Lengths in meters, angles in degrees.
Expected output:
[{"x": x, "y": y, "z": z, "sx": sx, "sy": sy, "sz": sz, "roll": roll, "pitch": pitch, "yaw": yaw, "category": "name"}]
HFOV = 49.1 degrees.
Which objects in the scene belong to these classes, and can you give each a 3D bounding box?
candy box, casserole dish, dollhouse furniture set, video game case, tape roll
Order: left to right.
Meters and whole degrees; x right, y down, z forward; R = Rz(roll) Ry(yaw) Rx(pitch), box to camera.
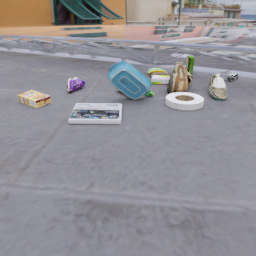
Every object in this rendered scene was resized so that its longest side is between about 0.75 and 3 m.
[{"x": -3.898, "y": -1.213, "z": 11.638, "sx": 1.276, "sy": 0.353, "sz": 0.737, "roll": 19, "pitch": 32, "yaw": 34, "category": "candy box"}, {"x": -1.154, "y": -0.553, "z": 10.410, "sx": 1.833, "sy": 0.214, "sz": 1.666, "roll": 1, "pitch": 25, "yaw": 0, "category": "video game case"}, {"x": 0.062, "y": -1.867, "z": 11.550, "sx": 2.023, "sy": 1.225, "sz": 0.393, "roll": 35, "pitch": 37, "yaw": -28, "category": "casserole dish"}, {"x": 2.389, "y": -3.493, "z": 15.783, "sx": 2.603, "sy": 1.005, "sz": 1.301, "roll": -2, "pitch": 25, "yaw": -5, "category": "dollhouse furniture set"}, {"x": 2.327, "y": -1.116, "z": 11.516, "sx": 1.560, "sy": 0.285, "sz": 1.560, "roll": 1, "pitch": 24, "yaw": 0, "category": "tape roll"}]

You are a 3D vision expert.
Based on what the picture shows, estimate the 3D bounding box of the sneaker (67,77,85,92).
[{"x": -2.441, "y": -2.068, "z": 13.255, "sx": 0.621, "sy": 0.601, "sz": 1.490, "roll": 11, "pitch": 26, "yaw": 9, "category": "sneaker"}]

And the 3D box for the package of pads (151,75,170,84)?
[{"x": 1.694, "y": -2.488, "z": 14.428, "sx": 0.944, "sy": 0.322, "sz": 0.729, "roll": 4, "pitch": 25, "yaw": 9, "category": "package of pads"}]

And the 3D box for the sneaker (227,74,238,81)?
[{"x": 5.509, "y": -2.681, "z": 14.926, "sx": 0.949, "sy": 0.350, "sz": 0.380, "roll": -17, "pitch": 16, "yaw": -42, "category": "sneaker"}]

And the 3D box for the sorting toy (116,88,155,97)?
[{"x": 0.388, "y": -1.676, "z": 12.757, "sx": 1.295, "sy": 0.258, "sz": 1.752, "roll": -10, "pitch": 23, "yaw": -32, "category": "sorting toy"}]

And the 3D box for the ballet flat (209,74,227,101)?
[{"x": 4.054, "y": -1.992, "z": 12.724, "sx": 0.774, "sy": 0.860, "sz": 2.283, "roll": 4, "pitch": 25, "yaw": 9, "category": "ballet flat"}]

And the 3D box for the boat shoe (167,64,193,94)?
[{"x": 2.537, "y": -2.245, "z": 13.291, "sx": 1.000, "sy": 1.024, "sz": 2.707, "roll": 13, "pitch": 34, "yaw": 11, "category": "boat shoe"}]
